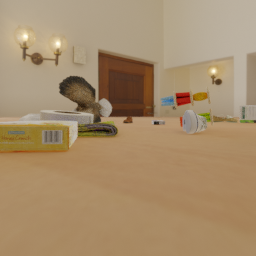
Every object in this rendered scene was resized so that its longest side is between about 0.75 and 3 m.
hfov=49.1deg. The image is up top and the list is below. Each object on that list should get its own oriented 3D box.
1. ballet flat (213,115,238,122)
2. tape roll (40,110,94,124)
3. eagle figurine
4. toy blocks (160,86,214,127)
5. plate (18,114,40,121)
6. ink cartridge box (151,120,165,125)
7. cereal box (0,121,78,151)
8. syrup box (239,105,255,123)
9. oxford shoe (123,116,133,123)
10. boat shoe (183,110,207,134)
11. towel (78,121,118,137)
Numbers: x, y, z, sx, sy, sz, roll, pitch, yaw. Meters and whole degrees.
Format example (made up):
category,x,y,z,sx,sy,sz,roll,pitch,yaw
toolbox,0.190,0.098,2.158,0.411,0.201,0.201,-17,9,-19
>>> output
category,x,y,z,sx,sy,sz,roll,pitch,yaw
ballet flat,4.941,-0.485,14.287,1.256,0.396,0.431,1,5,20
tape roll,-1.486,-0.266,6.846,1.300,0.237,1.300,5,6,0
eagle figurine,-1.469,-0.683,9.243,1.511,1.503,1.992,32,-8,5
toy blocks,1.694,-0.530,8.102,1.390,1.159,0.505,-7,14,18
plate,-2.808,-0.356,11.147,2.840,0.460,2.846,-1,3,-26
ink cartridge box,1.235,-0.236,11.529,0.463,0.181,0.979,0,5,-1
cereal box,-1.298,0.069,3.809,1.142,0.314,1.587,0,3,-6
syrup box,6.263,-0.633,12.858,2.078,0.818,0.846,2,3,26
oxford shoe,-0.016,-0.380,13.090,0.319,0.319,0.896,2,5,18
boat shoe,1.520,-0.118,6.244,0.501,0.509,1.435,-2,-4,6
towel,-1.071,-0.017,6.097,1.701,0.270,2.368,-1,3,-3
